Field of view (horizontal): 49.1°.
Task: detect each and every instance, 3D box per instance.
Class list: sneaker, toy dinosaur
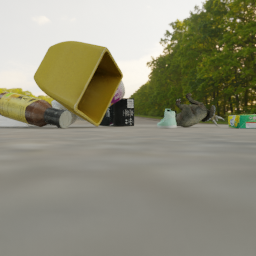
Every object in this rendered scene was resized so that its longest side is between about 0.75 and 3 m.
[{"bbox_3d":[1.040,-0.251,7.515,0.322,0.516,0.875,-2,0,-21],"label":"sneaker"},{"bbox_3d":[1.943,-0.446,8.799,2.175,0.837,1.113,-15,41,-27],"label":"toy dinosaur"}]

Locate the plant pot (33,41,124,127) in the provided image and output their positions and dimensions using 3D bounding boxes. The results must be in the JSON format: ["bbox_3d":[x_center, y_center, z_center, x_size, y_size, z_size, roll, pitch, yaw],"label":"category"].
[{"bbox_3d":[-1.598,-1.464,8.476,1.982,1.925,1.938,24,-7,19],"label":"plant pot"}]

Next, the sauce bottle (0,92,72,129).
[{"bbox_3d":[-2.322,-0.408,6.861,2.122,0.687,0.687,14,7,25],"label":"sauce bottle"}]

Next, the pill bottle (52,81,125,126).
[{"bbox_3d":[-1.452,-1.127,10.329,2.520,1.415,1.415,-34,14,-20],"label":"pill bottle"}]

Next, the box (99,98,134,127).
[{"bbox_3d":[-0.555,-0.689,12.486,1.040,1.243,1.673,0,1,-29],"label":"box"}]

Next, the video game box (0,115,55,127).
[{"bbox_3d":[-4.222,-0.297,10.356,2.362,0.553,2.152,0,3,10],"label":"video game box"}]

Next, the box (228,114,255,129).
[{"bbox_3d":[3.227,-0.174,7.428,0.931,0.384,1.587,0,3,10],"label":"box"}]
